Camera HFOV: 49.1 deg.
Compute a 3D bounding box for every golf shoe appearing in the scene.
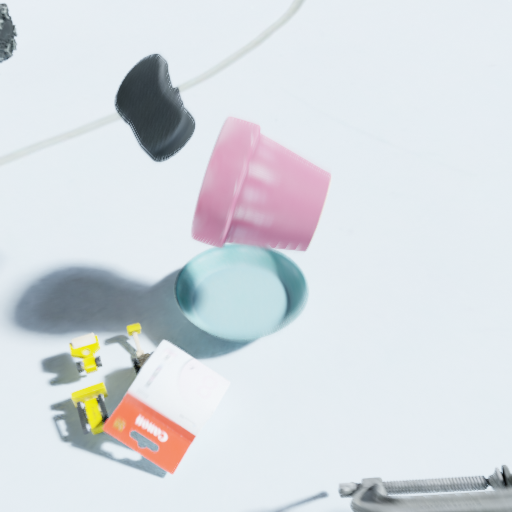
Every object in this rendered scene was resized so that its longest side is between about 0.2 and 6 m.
[{"bbox_3d":[-6.172,-4.645,12.167,1.405,1.156,2.974,0,44,0],"label":"golf shoe"}]

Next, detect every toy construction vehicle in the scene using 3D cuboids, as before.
[{"bbox_3d":[-1.677,1.442,6.666,1.049,0.424,1.205,-19,57,-17],"label":"toy construction vehicle"}]

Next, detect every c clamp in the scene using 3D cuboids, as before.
[{"bbox_3d":[1.517,1.970,4.757,1.790,1.529,0.242,-10,75,18],"label":"c clamp"}]

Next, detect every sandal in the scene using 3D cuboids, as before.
[{"bbox_3d":[-1.074,-1.546,6.044,0.755,0.481,2.009,-36,44,11],"label":"sandal"}]

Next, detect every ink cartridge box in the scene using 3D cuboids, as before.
[{"bbox_3d":[-0.962,1.634,6.191,0.939,0.330,1.156,32,47,3],"label":"ink cartridge box"}]

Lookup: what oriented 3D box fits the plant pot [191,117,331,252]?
[{"bbox_3d":[0.089,-0.668,6.260,1.286,1.437,1.437,18,47,-1],"label":"plant pot"}]

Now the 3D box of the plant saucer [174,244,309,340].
[{"bbox_3d":[-0.193,0.504,7.426,1.764,0.317,1.764,1,41,-1],"label":"plant saucer"}]
